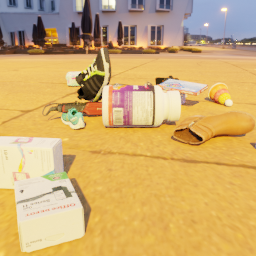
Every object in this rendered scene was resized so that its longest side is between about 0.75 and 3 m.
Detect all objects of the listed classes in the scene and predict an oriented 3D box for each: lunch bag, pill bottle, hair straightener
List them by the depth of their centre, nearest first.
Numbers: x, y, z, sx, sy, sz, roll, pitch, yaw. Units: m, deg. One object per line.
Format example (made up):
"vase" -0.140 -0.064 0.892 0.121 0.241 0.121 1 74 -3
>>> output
"pill bottle" 0.446 -0.747 9.637 2.572 1.433 1.433 0 18 -1
"hair straightener" -1.955 -0.725 10.863 2.783 0.569 1.071 -9 15 -30
"lunch bag" -3.226 -3.190 18.117 1.593 0.766 1.986 -6 19 -10

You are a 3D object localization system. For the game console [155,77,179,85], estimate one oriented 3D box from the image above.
"game console" 2.348 -2.645 16.430 1.360 0.791 1.196 6 19 15

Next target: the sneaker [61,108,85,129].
"sneaker" -1.928 -0.414 9.939 0.602 0.619 1.554 -10 18 -31

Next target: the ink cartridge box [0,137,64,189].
"ink cartridge box" -2.111 0.739 5.853 1.378 0.996 0.583 2 18 6

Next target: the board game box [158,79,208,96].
"board game box" 2.371 -1.794 12.223 1.932 0.188 0.995 18 35 38

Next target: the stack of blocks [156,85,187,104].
"stack of blocks" 1.996 -1.614 13.318 1.458 0.742 2.532 12 23 32

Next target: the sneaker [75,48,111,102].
"sneaker" -1.311 -1.729 9.980 1.086 2.623 0.941 0 57 -19

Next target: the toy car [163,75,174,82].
"toy car" 2.200 -2.066 13.205 1.092 0.363 0.535 35 79 31

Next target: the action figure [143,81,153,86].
"action figure" 0.922 -1.601 11.850 0.638 0.340 0.981 30 39 -20

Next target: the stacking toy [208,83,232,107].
"stacking toy" 4.376 -1.396 12.890 0.969 0.969 1.326 -3 35 -10

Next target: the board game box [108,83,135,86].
"board game box" -0.417 -2.458 16.790 1.488 0.210 1.007 14 23 35

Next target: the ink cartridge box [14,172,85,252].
"ink cartridge box" -1.365 1.337 4.741 0.980 0.555 1.337 -8 20 -23

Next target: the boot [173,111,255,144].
"boot" 2.553 0.055 8.342 2.181 0.804 1.687 -2 13 35
